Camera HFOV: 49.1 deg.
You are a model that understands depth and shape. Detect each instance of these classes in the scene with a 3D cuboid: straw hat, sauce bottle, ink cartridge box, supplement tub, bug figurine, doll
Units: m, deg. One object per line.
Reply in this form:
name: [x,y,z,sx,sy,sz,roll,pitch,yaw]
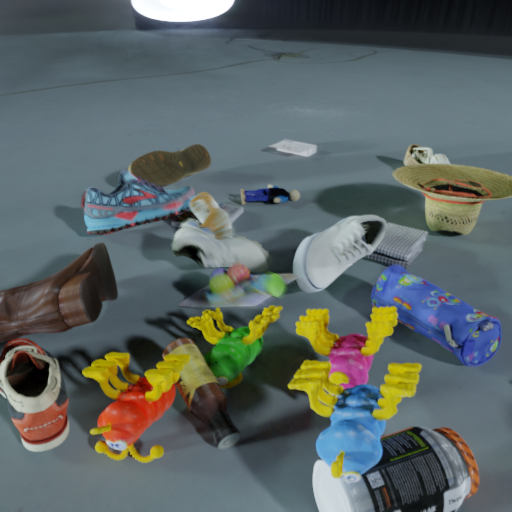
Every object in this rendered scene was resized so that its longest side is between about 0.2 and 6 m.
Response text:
straw hat: [4.208,-1.074,12.026,2.848,1.205,2.848,1,22,0]
sauce bottle: [-0.710,1.764,7.259,0.515,0.515,1.559,-15,45,-26]
ink cartridge box: [1.107,-3.249,17.082,1.137,0.254,1.002,18,32,31]
supplement tub: [1.466,2.379,5.883,1.559,0.955,0.955,-11,30,-18]
bug figurine: [0.092,1.558,6.879,4.052,1.043,3.142,-3,15,28]
doll: [0.353,-1.498,13.740,1.438,0.348,0.981,-2,29,-3]

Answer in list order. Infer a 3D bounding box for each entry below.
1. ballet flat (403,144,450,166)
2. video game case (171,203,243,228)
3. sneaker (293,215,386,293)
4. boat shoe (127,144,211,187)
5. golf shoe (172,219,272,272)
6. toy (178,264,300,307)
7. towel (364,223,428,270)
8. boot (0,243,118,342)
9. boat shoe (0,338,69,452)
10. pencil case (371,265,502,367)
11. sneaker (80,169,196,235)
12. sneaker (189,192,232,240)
ballet flat: [4.716,-2.469,15.121,0.803,0.744,2.279,-13,31,-18]
video game case: [-1.095,-0.898,12.830,1.206,0.146,1.323,11,32,19]
sneaker: [1.538,-0.182,10.002,0.882,0.910,2.493,-19,15,43]
boat shoe: [-2.320,-2.261,14.627,2.508,0.903,0.847,-24,3,-42]
golf shoe: [-0.677,0.024,10.434,1.880,0.736,0.914,17,39,6]
toy: [-0.369,0.425,9.313,1.967,0.464,1.132,-1,23,45]
towel: [2.782,-0.188,11.194,0.935,0.483,1.129,17,34,31]
boot: [-3.991,0.732,9.052,3.162,1.016,2.947,-14,10,0]
boat shoe: [-3.023,1.613,7.446,0.840,0.739,2.361,-18,27,-23]
pencil case: [2.731,0.903,8.737,0.931,0.837,2.145,-6,26,-34]
sneaker: [-2.480,-1.313,12.136,2.617,1.250,1.038,-20,10,-35]
sneaker: [-0.781,-0.641,11.561,0.639,0.741,1.690,-34,46,6]
